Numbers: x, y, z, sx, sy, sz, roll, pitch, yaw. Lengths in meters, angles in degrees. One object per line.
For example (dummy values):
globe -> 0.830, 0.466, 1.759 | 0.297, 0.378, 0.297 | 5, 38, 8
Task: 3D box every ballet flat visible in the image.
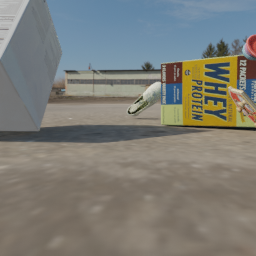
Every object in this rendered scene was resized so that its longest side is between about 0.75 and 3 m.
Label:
ballet flat -> 0.657, -1.068, 11.167 | 1.918, 0.666, 0.666 | -41, -17, 30

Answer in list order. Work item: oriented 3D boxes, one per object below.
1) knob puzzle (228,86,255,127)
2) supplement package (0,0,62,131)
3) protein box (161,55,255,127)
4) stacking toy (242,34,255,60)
knob puzzle -> 2.733, -0.360, 6.429 | 0.223, 1.606, 1.606 | -43, -1, 10
supplement package -> -3.163, -1.719, 6.744 | 2.202, 2.923, 2.218 | 0, -36, 5
protein box -> 2.849, -1.070, 8.764 | 2.784, 1.878, 2.764 | 2, 6, 32
stacking toy -> 3.362, -1.854, 6.522 | 1.189, 1.076, 0.502 | -37, -17, -6
